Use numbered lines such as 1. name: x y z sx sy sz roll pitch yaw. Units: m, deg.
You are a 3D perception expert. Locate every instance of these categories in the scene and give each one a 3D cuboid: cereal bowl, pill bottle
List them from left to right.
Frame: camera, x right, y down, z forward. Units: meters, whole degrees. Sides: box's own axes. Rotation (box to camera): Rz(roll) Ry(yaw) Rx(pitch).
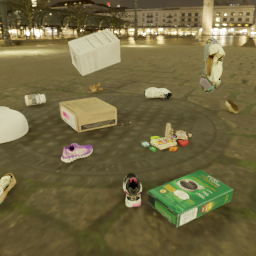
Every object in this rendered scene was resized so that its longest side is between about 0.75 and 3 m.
1. cereal bowl: -4.871 -0.218 10.346 2.177 0.907 2.177 0 22 0
2. pill bottle: -4.610 -1.415 13.933 0.909 0.529 0.529 -11 24 -27

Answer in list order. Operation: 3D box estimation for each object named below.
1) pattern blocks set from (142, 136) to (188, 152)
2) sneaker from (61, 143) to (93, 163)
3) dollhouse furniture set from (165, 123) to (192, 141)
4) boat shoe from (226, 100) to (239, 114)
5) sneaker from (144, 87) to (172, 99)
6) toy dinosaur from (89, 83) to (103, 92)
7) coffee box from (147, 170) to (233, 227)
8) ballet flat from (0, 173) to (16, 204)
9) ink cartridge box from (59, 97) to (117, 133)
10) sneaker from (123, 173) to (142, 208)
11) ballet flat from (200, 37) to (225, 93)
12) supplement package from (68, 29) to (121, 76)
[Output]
1. pattern blocks set: 1.230 0.502 9.563 1.384 0.112 1.216 -17 27 -37
2. sneaker: -1.556 0.672 8.617 1.090 0.482 0.439 -18 26 -41
3. dollhouse furniture set: 1.822 0.148 9.784 0.972 0.474 0.829 6 17 1
4. boat shoe: 4.827 -0.939 12.984 0.363 0.326 0.981 -2 38 -7
5. sneaker: 1.671 -1.846 14.985 1.519 0.573 0.874 -7 20 -23
6. toy dinosaur: -1.946 -2.244 16.404 0.843 0.479 1.587 -28 20 -4
7. coffee box: 1.438 1.563 6.444 1.723 0.379 1.059 -14 26 -31
8. ballet flat: -3.070 1.459 6.713 0.412 0.381 1.169 1 21 1
9. ink cartridge box: -1.657 -0.600 11.478 1.695 0.773 2.058 -13 25 -28
10. sneaker: 0.142 1.369 6.764 0.479 0.515 1.192 -1 21 -7
11. ballet flat: 2.844 -2.147 9.122 0.746 2.074 0.746 11 -16 3
12. supplement package: -1.616 -3.764 13.866 2.206 1.290 1.294 -25 53 -19
